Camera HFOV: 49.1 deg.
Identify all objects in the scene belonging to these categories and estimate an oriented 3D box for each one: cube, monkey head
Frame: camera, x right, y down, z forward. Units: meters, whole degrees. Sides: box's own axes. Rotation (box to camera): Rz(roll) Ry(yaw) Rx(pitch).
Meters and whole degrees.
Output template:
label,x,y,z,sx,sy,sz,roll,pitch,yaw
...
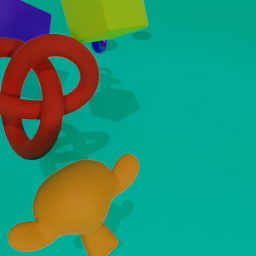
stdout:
label,x,y,z,sx,sy,sz,roll,pitch,yaw
cube,-0.438,-2.192,5.034,1.045,1.045,1.045,-1,18,44
monkey head,-0.425,0.835,2.776,1.357,0.818,0.977,-31,79,-25
cube,-2.939,-2.484,7.205,1.287,1.287,1.287,12,8,24

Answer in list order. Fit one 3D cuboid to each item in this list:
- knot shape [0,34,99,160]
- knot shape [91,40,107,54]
label,x,y,z,sx,sy,sz,roll,pitch,yaw
knot shape,-1.369,-0.663,4.355,1.914,2.046,0.945,-25,5,2
knot shape,-0.765,-2.581,7.208,0.650,1.316,1.407,-11,18,-27
